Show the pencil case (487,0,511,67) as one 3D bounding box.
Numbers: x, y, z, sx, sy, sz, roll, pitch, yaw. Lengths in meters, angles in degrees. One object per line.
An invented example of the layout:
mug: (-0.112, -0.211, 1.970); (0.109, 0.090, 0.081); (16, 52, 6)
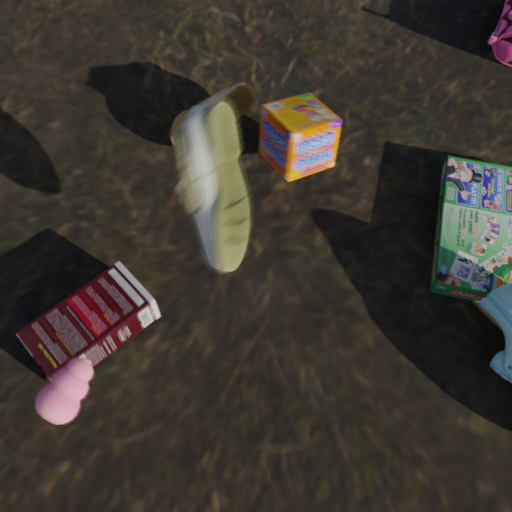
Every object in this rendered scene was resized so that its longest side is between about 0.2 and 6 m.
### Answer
pencil case: (5.344, -4.826, 11.299); (0.985, 0.955, 2.104); (17, 59, 14)

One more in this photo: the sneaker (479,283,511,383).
sneaker: (3.873, 1.624, 7.695); (1.076, 0.970, 2.625); (-24, 64, 24)

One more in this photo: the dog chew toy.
dog chew toy: (-2.237, 1.577, 6.652); (0.496, 0.496, 0.797); (28, 76, 15)

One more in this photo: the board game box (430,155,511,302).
board game box: (3.803, -0.410, 9.027); (1.712, 0.370, 2.545); (13, 61, 7)

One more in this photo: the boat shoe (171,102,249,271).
boat shoe: (-0.624, -0.884, 7.507); (0.752, 0.822, 2.199); (-2, 95, 26)

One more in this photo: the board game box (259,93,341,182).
board game box: (0.701, -1.965, 9.234); (0.938, 0.937, 0.937); (-21, 50, -22)

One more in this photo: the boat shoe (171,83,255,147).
boat shoe: (-0.809, -2.479, 10.102); (1.737, 0.640, 0.601); (-36, 24, -8)

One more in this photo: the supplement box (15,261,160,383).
supplement box: (-2.386, 0.985, 8.081); (1.762, 0.537, 0.959); (-37, 62, -21)
